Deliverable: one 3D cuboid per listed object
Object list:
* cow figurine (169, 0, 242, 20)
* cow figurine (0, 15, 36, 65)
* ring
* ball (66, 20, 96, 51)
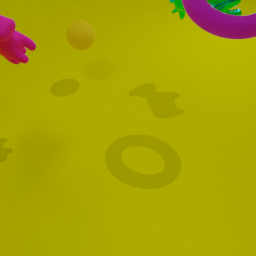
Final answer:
[{"bbox_3d":[2.089,-3.423,7.792,1.699,0.948,1.726,-16,51,12],"label":"cow figurine"},{"bbox_3d":[-2.691,-1.958,6.105,1.297,1.276,0.712,8,69,49],"label":"cow figurine"},{"bbox_3d":[2.107,-2.662,5.537,2.091,0.418,2.091,-1,70,2],"label":"ring"},{"bbox_3d":[-1.490,-2.924,8.851,0.922,0.922,0.922,0,49,0],"label":"ball"}]
